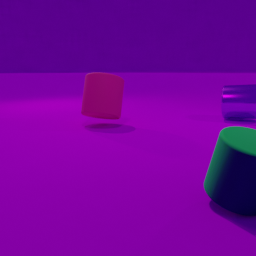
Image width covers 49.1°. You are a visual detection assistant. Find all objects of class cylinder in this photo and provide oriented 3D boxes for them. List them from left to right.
[{"bbox_3d":[-0.771,-0.950,8.635,1.221,1.221,1.221,6,-5,1],"label":"cylinder"},{"bbox_3d":[3.817,-0.884,9.467,1.140,1.140,1.140,2,12,26],"label":"cylinder"},{"bbox_3d":[1.481,0.522,3.568,0.831,0.831,0.831,8,25,-4],"label":"cylinder"}]
